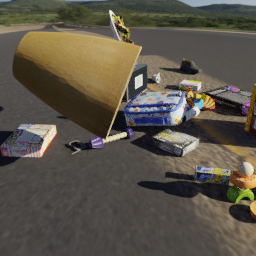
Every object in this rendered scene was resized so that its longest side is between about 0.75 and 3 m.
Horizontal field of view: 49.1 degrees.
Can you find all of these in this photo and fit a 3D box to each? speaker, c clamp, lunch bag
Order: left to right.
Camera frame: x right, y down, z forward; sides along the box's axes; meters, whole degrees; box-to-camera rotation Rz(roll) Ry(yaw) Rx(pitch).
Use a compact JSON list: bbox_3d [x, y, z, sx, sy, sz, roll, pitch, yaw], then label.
[{"bbox_3d":[-1.883,0.651,10.085,0.680,0.108,0.796,-17,31,-32],"label":"c clamp"},{"bbox_3d":[1.186,-0.795,11.697,2.561,0.968,2.052,-2,27,26],"label":"lunch bag"},{"bbox_3d":[2.673,-0.604,12.331,0.452,0.452,1.112,22,34,38],"label":"speaker"}]

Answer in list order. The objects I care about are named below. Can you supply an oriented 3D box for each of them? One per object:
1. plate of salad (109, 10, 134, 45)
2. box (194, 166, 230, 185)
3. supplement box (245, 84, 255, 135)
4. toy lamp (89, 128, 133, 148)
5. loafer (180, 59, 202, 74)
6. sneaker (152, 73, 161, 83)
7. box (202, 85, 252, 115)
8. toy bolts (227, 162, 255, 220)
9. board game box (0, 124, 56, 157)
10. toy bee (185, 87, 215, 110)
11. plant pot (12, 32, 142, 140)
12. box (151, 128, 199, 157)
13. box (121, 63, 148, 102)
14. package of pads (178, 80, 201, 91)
[{"bbox_3d":[-0.106,-3.419,10.607,0.530,2.206,2.206,-22,22,13],"label":"plate of salad"},{"bbox_3d":[2.472,1.390,8.247,0.999,0.350,0.321,5,26,10],"label":"box"},{"bbox_3d":[5.774,-0.557,10.473,1.315,1.954,1.981,-14,29,-27],"label":"supplement box"},{"bbox_3d":[-0.627,0.380,10.250,1.687,0.491,0.491,-15,29,-32],"label":"toy lamp"},{"bbox_3d":[4.428,-4.354,19.833,0.762,0.757,2.094,-13,29,-27],"label":"loafer"},{"bbox_3d":[1.762,-3.135,17.730,0.517,0.480,1.277,-8,21,15],"label":"sneaker"},{"bbox_3d":[5.456,-1.433,14.012,2.027,0.512,2.835,-17,31,-32],"label":"box"},{"bbox_3d":[3.567,1.497,7.174,1.552,1.077,1.483,-8,26,-15],"label":"toy bolts"},{"bbox_3d":[-3.560,0.413,10.212,1.372,0.419,1.811,2,26,4],"label":"board game box"},{"bbox_3d":[3.080,-1.353,12.914,1.993,1.083,1.304,0,-6,-39],"label":"toy bee"},{"bbox_3d":[-1.470,-1.418,7.678,2.924,2.725,2.725,20,26,-3],"label":"plant pot"},{"bbox_3d":[1.697,0.497,10.145,1.366,0.330,1.082,23,34,38],"label":"box"},{"bbox_3d":[-0.518,-2.664,15.427,2.453,1.546,2.495,11,28,26],"label":"box"},{"bbox_3d":[3.616,-2.481,16.324,1.155,0.394,0.893,11,28,22],"label":"package of pads"}]
